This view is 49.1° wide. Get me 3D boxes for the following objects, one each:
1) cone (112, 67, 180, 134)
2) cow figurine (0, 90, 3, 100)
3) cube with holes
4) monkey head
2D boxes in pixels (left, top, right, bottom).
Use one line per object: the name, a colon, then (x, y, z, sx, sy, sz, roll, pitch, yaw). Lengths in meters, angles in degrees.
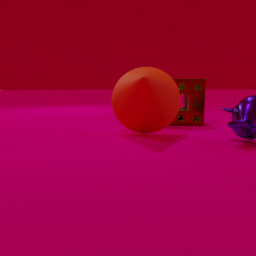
cone: (0.353, -0.795, 5.874, 1.628, 1.628, 1.634, 1, -9, 5)
cow figurine: (-4.263, -1.053, 7.810, 1.491, 1.467, 0.819, -41, 2, 45)
cube with holes: (1.509, -0.794, 8.352, 1.301, 1.301, 1.301, 1, 9, 4)
monkey head: (2.369, -0.253, 5.449, 1.034, 0.866, 1.437, 14, -14, -36)
